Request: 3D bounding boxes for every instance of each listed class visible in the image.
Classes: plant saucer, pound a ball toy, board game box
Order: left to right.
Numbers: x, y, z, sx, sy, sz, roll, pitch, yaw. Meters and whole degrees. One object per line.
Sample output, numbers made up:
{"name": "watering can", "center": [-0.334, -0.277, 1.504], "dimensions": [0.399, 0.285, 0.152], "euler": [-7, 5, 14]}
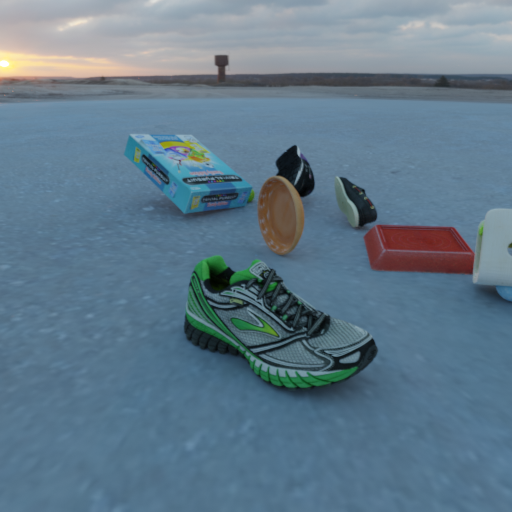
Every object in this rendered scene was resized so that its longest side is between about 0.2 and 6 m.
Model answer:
{"name": "board game box", "center": [-1.741, -2.187, 14.351], "dimensions": [2.065, 0.642, 2.736], "euler": [-13, 46, -46]}
{"name": "plant saucer", "center": [0.506, -0.799, 11.014], "dimensions": [0.290, 1.547, 1.547], "euler": [-8, 21, -27]}
{"name": "plant saucer", "center": [3.252, -0.200, 11.111], "dimensions": [2.072, 0.380, 2.068], "euler": [1, 20, 6]}
{"name": "pound a ball toy", "center": [5.328, 0.190, 9.067], "dimensions": [3.345, 1.421, 2.181], "euler": [7, -2, 17]}

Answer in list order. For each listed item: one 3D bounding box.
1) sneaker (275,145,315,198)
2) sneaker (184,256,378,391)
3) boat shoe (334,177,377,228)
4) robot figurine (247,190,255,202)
{"name": "sneaker", "center": [1.143, -1.954, 14.531], "dimensions": [0.974, 1.127, 2.573], "euler": [-35, 22, 25]}
{"name": "sneaker", "center": [0.157, 0.785, 7.145], "dimensions": [2.922, 1.245, 1.140], "euler": [15, 25, 34]}
{"name": "boat shoe", "center": [2.294, -1.314, 13.209], "dimensions": [0.593, 0.693, 1.894], "euler": [-11, 36, -6]}
{"name": "robot figurine", "center": [-0.342, -1.640, 15.010], "dimensions": [0.666, 0.385, 0.585], "euler": [6, 37, 13]}
